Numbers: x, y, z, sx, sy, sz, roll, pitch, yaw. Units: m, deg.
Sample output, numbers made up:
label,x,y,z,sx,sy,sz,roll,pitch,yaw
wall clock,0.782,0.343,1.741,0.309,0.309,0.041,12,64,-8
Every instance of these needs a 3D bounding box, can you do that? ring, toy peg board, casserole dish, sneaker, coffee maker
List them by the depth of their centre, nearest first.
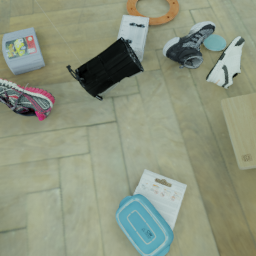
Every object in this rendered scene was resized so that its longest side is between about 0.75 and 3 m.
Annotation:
label,x,y,z,sx,sy,sz,roll,pitch,yaw
casserole dish,0.457,3.097,8.823,1.303,0.417,2.151,-42,71,4
toy peg board,5.192,0.174,10.381,2.816,1.383,2.828,-11,59,12
coffee maker,-0.724,-2.254,10.662,2.242,2.154,1.510,-32,84,15
sneaker,-4.436,-1.119,10.977,2.934,1.183,1.095,11,64,5
sneaker,4.433,-2.801,12.122,1.101,1.015,2.753,33,72,6
sneaker,3.038,-3.575,12.441,2.751,1.038,1.565,-31,66,-9
ring,1.251,-6.139,14.265,2.680,0.257,2.680,0,61,-1

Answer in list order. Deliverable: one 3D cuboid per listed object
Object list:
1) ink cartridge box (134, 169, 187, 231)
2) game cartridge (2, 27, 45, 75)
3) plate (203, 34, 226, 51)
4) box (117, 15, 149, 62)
label,x,y,z,sx,sy,sz,roll,pitch,yaw
ink cartridge box,0.914,2.573,9.376,1.593,0.496,1.979,20,60,11
game cartridge,-4.820,-3.527,12.727,1.604,0.492,2.409,-20,63,-6
plate,4.053,-3.969,13.130,1.072,0.137,1.072,0,61,1
box,0.210,-4.172,12.934,1.290,0.665,2.212,7,62,4
